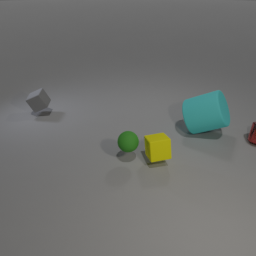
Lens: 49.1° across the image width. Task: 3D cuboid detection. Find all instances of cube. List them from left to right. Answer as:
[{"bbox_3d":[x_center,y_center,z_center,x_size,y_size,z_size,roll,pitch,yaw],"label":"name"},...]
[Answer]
[{"bbox_3d":[-3.982,-1.235,12.474,0.700,0.700,0.700,-21,32,13],"label":"cube"},{"bbox_3d":[0.971,0.624,9.172,0.700,0.700,0.700,-9,18,-10],"label":"cube"}]

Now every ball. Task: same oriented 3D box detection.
[{"bbox_3d":[0.005,0.444,9.120,0.700,0.700,0.700,0,28,0],"label":"ball"}]

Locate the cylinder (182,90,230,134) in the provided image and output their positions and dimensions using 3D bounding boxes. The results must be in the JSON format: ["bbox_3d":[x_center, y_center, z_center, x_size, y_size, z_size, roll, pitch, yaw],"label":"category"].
[{"bbox_3d":[3.001,-0.593,10.739,1.400,1.400,1.400,-15,18,32],"label":"cylinder"}]

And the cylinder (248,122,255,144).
[{"bbox_3d":[4.931,0.200,10.468,0.700,0.700,0.700,9,17,-3],"label":"cylinder"}]
